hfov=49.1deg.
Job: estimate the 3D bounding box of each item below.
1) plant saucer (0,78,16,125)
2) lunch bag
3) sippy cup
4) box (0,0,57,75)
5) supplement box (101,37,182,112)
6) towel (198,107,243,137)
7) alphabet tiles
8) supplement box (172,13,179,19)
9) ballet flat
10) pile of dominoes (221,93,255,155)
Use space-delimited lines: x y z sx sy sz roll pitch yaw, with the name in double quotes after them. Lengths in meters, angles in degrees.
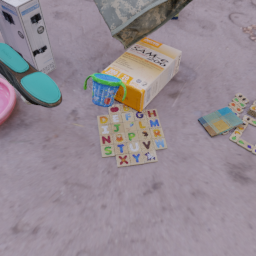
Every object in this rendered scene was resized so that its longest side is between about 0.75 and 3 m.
-4.707 -0.670 8.875 2.335 0.592 2.335 0 52 -1 "plant saucer"
0.423 -4.160 8.197 2.825 1.661 2.317 -30 80 15 "lunch bag"
-0.606 -0.961 7.276 0.794 0.741 1.011 -6 29 -42 "sippy cup"
-3.493 -3.187 9.405 1.634 2.801 0.842 32 60 20 "box"
0.491 -1.922 9.552 1.614 0.942 2.562 28 55 20 "supplement box"
2.878 -0.207 8.751 1.133 0.123 0.831 -23 51 -9 "towel"
0.090 0.109 8.603 1.952 0.074 2.346 -7 53 -5 "alphabet tiles"
1.465 -5.616 12.064 1.498 1.496 1.005 -2 53 -2 "supplement box"
-2.520 -1.164 7.010 2.440 0.834 0.829 43 52 16 "ballet flat"
3.784 -0.293 8.752 1.616 0.330 2.073 32 59 22 "pile of dominoes"
